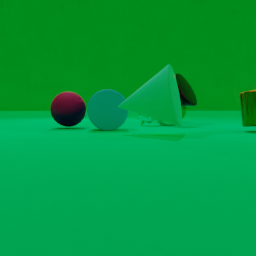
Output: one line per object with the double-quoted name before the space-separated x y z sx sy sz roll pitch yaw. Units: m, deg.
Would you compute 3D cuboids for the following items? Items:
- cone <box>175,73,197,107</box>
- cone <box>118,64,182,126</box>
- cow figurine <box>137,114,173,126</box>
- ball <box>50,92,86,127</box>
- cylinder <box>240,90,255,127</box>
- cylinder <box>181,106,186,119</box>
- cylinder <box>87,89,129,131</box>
"cone" 1.383 -0.935 8.905 1.153 1.149 1.149 -31 -14 31
"cone" 0.363 -0.548 5.749 1.248 1.243 1.243 -10 1 18
"cow figurine" 0.969 -0.393 9.044 1.216 0.678 1.236 6 5 20
"ball" -1.628 -0.511 7.658 0.957 0.957 0.957 0 4 0
"cylinder" 3.023 -0.454 6.432 0.798 0.798 0.798 -5 0 0
"cylinder" 1.598 -0.743 11.041 1.037 1.037 1.037 4 5 43
"cylinder" -0.511 -0.446 7.041 0.976 0.976 0.976 0 4 -5
